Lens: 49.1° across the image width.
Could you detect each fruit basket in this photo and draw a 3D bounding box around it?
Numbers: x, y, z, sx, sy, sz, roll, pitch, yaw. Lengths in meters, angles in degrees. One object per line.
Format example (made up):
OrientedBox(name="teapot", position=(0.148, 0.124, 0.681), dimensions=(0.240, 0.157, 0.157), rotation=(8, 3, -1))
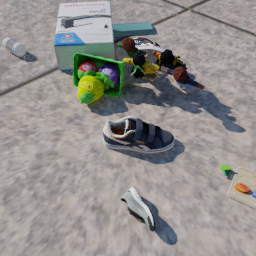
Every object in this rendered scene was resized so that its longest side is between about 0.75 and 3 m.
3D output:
OrientedBox(name="fruit basket", position=(-1.014, -1.520, 8.606), dimensions=(1.772, 1.278, 1.772), rotation=(6, 29, -3))

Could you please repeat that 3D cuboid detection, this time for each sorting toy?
OrientedBox(name="sorting toy", position=(2.671, 1.290, 6.501), dimensions=(1.260, 0.185, 0.931), rotation=(24, 51, 20))

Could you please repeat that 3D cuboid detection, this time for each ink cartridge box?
OrientedBox(name="ink cartridge box", position=(-1.528, -3.416, 10.225), dimensions=(1.976, 1.151, 2.732), rotation=(-4, 51, -3))

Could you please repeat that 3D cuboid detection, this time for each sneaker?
OrientedBox(name="sneaker", position=(0.714, -2.728, 9.906), dimensions=(2.153, 0.844, 0.855), rotation=(16, 53, 17))
OrientedBox(name="sneaker", position=(0.290, 0.164, 7.211), dimensions=(1.899, 0.754, 0.745), rotation=(1, 45, -1))
OrientedBox(name="sneaker", position=(0.228, 1.769, 5.946), dimensions=(0.431, 0.402, 1.087), rotation=(-29, 46, -14))

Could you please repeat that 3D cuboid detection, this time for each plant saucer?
OrientedBox(name="plant saucer", position=(-0.119, -4.142, 11.716), dimensions=(2.372, 0.225, 0.829), rotation=(-7, 46, -5))

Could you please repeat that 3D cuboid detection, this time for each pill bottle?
OrientedBox(name="pill bottle", position=(-4.260, -3.043, 10.458), dimensions=(0.859, 0.489, 0.489), rotation=(31, 54, 26))

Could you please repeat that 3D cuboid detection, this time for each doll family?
OrientedBox(name="doll family", position=(0.938, -1.875, 8.464), dimensions=(2.948, 1.704, 1.157), rotation=(15, 87, 18))
